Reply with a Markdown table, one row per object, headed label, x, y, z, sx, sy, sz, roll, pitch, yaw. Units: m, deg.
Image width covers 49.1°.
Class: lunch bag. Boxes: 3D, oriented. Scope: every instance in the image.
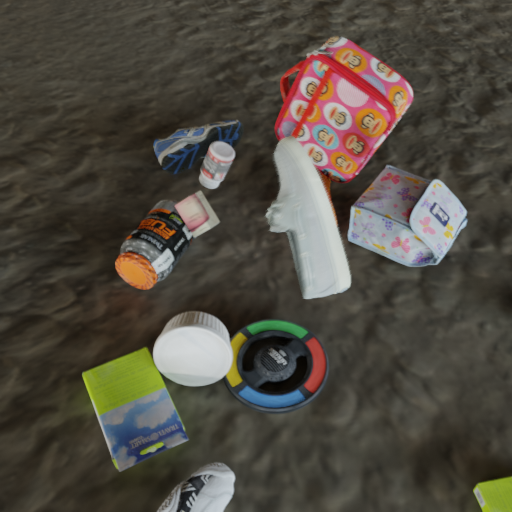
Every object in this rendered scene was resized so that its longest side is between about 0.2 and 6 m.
| label | x | y | z | sx | sy | sz | roll | pitch | yaw |
| --- | --- | --- | --- | --- | --- | --- | --- | --- | --- |
| lunch bag | 3.126 | -0.790 | 11.376 | 1.967 | 1.251 | 1.668 | 28 | 53 | 23 |
| lunch bag | 1.526 | -2.946 | 11.220 | 2.404 | 2.729 | 1.118 | 38 | 62 | 3 |

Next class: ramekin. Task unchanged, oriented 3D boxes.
| label | x | y | z | sx | sy | sz | roll | pitch | yaw |
| --- | --- | --- | --- | --- | --- | --- | --- | --- | --- |
| ramekin | -1.003 | 1.477 | 9.177 | 1.279 | 1.279 | 0.596 | 2 | 32 | 2 |

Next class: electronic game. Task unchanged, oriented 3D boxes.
| label | x | y | z | sx | sy | sz | roll | pitch | yaw |
| --- | --- | --- | --- | --- | --- | --- | --- | --- | --- |
| electronic game | 0.314 | 1.823 | 9.482 | 1.823 | 0.379 | 1.823 | 0 | 46 | 0 |

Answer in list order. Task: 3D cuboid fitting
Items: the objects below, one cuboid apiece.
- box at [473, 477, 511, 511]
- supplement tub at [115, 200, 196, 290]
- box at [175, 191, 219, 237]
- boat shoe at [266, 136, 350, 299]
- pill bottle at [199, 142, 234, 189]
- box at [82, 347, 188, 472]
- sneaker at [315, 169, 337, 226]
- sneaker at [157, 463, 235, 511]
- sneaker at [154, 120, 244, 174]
| label | x | y | z | sx | sy | sz | roll | pitch | yaw |
| --- | --- | --- | --- | --- | --- | --- | --- | --- | --- |
| box | 3.781 | 3.497 | 7.955 | 1.134 | 0.270 | 0.691 | -8 | 47 | -8 |
| supplement tub | -1.933 | -0.224 | 10.979 | 1.054 | 1.054 | 1.721 | 17 | 49 | 16 |
| box | -1.137 | -0.808 | 10.810 | 0.469 | 0.734 | 0.400 | -27 | 8 | 33 |
| boat shoe | 0.733 | -0.625 | 9.713 | 1.023 | 1.002 | 2.872 | -19 | 90 | -6 |
| pill bottle | -0.840 | -1.870 | 11.660 | 0.539 | 0.930 | 0.539 | 14 | 47 | -16 |
| box | -1.910 | 2.433 | 8.847 | 1.139 | 0.445 | 1.868 | -21 | 50 | -19 |
| sneaker | 1.327 | -1.445 | 12.279 | 0.987 | 0.934 | 2.559 | 5 | 51 | -29 |
| sneaker | -0.781 | 4.088 | 6.782 | 1.722 | 1.126 | 2.996 | 28 | 46 | 19 |
| sneaker | -1.383 | -2.855 | 13.597 | 2.372 | 0.898 | 0.914 | -25 | 55 | -23 |
